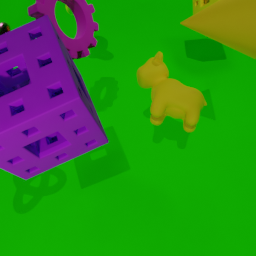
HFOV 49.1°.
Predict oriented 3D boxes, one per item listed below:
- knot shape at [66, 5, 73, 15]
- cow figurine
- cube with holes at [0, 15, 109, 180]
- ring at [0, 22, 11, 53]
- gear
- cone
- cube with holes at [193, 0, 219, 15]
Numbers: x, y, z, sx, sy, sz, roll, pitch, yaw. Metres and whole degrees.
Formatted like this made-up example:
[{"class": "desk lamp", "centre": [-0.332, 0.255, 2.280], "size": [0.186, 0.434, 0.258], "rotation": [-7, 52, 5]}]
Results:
[{"class": "knot shape", "centre": [-1.619, -4.232, 8.278], "size": [0.886, 1.795, 1.918], "rotation": [-22, 68, -8]}, {"class": "cow figurine", "centre": [0.968, -0.862, 6.335], "size": [1.684, 0.924, 1.657], "rotation": [13, 69, 9]}, {"class": "cube with holes", "centre": [-1.286, -0.334, 3.897], "size": [1.382, 1.382, 1.382], "rotation": [-24, 65, -1]}, {"class": "ring", "centre": [-3.054, -1.895, 6.859], "size": [0.266, 1.331, 1.331], "rotation": [3, 44, -26]}, {"class": "gear", "centre": [-1.285, -2.262, 5.866], "size": [0.301, 1.630, 1.630], "rotation": [-3, 41, 37]}, {"class": "cone", "centre": [1.678, -1.956, 5.121], "size": [1.419, 1.414, 1.414], "rotation": [-1, 48, 6]}, {"class": "cube with holes", "centre": [2.887, -4.009, 8.847], "size": [1.171, 1.171, 1.171], "rotation": [-2, 2, -25]}]
